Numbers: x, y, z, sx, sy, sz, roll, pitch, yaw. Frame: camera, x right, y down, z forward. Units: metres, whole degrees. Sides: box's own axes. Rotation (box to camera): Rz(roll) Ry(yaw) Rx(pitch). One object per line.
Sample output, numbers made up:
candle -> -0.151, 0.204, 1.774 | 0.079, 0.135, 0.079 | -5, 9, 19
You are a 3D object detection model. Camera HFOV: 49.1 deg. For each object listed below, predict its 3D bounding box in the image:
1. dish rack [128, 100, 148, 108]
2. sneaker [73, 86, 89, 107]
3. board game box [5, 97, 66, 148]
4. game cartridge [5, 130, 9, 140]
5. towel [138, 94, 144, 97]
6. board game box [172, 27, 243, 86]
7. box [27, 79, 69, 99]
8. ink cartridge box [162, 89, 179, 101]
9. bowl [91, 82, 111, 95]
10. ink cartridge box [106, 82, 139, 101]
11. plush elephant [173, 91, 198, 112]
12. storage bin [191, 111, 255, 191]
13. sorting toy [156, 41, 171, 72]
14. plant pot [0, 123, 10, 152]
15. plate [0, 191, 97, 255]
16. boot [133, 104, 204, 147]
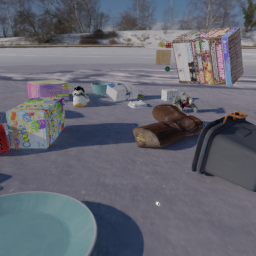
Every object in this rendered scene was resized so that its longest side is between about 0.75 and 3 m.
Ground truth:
dish rack -> 0.541, -1.331, 15.542 | 0.933, 0.237, 1.087 | -5, 19, -18
sneaker -> -2.698, -1.930, 16.142 | 0.893, 1.035, 2.361 | -4, 16, -7
board game box -> -3.213, -0.273, 10.193 | 1.271, 1.294, 2.467 | 1, 17, 2
game cartridge -> -4.861, 0.312, 10.134 | 1.216, 0.246, 0.811 | -9, 23, -28
towel -> 0.127, -2.086, 18.153 | 1.740, 0.157, 0.749 | -6, 19, -21
board game box -> 3.320, -2.952, 11.708 | 2.469, 1.968, 1.196 | 11, 40, 41
box -> -5.008, -2.372, 17.577 | 1.873, 1.029, 2.129 | -13, 20, -36
ink cartridge box -> 2.573, -2.028, 17.128 | 0.862, 0.632, 0.629 | -8, 18, -21
bowl -> -1.816, -2.656, 19.030 | 1.402, 0.733, 1.402 | 1, 16, 0
ink cartridge box -> -0.343, -2.278, 17.392 | 1.640, 0.704, 1.201 | -14, 38, -32
plush elephant -> 2.733, -1.199, 14.070 | 1.244, 0.963, 1.025 | 56, 7, 33
storage bin -> 3.048, 0.528, 7.351 | 1.555, 1.685, 2.315 | 27, 30, 36
sorting toy -> 1.079, -2.160, 8.502 | 0.445, 0.923, 0.156 | 3, -2, 13
plant pot -> -4.266, 0.378, 8.822 | 0.819, 0.900, 0.900 | -19, 24, -27
plate -> -1.928, 1.902, 4.642 | 2.842, 0.363, 2.842 | 0, 18, 0
boot -> 1.016, -0.101, 10.504 | 2.798, 0.899, 2.607 | -19, 26, -37
